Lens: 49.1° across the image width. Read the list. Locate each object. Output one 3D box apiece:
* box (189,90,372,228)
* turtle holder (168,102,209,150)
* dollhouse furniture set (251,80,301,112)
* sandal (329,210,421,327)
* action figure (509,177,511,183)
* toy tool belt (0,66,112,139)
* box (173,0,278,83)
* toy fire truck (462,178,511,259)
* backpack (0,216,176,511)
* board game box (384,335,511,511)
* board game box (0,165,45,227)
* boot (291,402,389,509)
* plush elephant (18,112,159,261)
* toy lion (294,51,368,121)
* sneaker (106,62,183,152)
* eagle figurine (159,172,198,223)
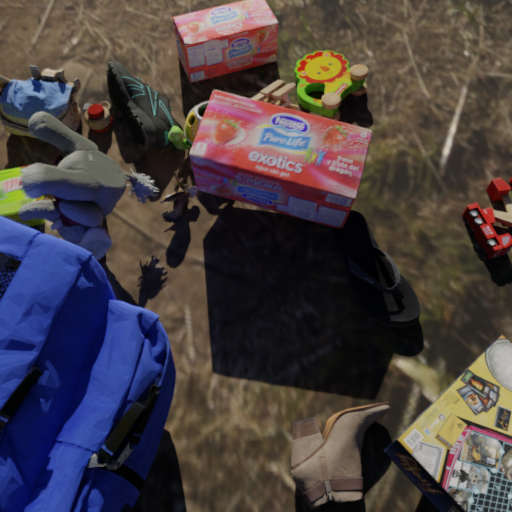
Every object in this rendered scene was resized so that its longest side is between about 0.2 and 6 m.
[{"bbox_3d":[0.446,-1.756,10.517,3.030,1.555,1.434,15,72,5],"label":"box"},{"bbox_3d":[-1.115,-2.751,11.940,1.408,1.000,1.069,3,61,1],"label":"turtle holder"},{"bbox_3d":[0.629,-3.229,12.122,0.917,1.210,1.380,-37,39,-17],"label":"dollhouse furniture set"},{"bbox_3d":[2.127,0.185,10.510,1.005,0.566,2.644,-23,63,-12],"label":"sandal"},{"bbox_3d":[6.361,-1.332,11.438,2.146,0.555,0.702,29,62,12],"label":"action figure"},{"bbox_3d":[-4.404,-3.311,11.995,2.361,1.451,1.474,2,60,1],"label":"toy tool belt"},{"bbox_3d":[-0.708,-5.102,13.198,2.247,1.153,1.064,-18,62,-9],"label":"box"},{"bbox_3d":[4.767,-0.749,11.153,1.102,0.381,1.562,-16,61,-9],"label":"toy fire truck"},{"bbox_3d":[-3.636,2.502,7.145,4.291,4.155,5.114,20,61,8],"label":"backpack"},{"bbox_3d":[3.720,2.810,8.603,3.063,0.530,2.075,-29,63,-32],"label":"board game box"},{"bbox_3d":[-5.480,-1.023,11.216,2.266,0.540,1.151,-12,61,-7],"label":"board game box"},{"bbox_3d":[1.418,3.156,8.855,1.829,0.642,1.337,-13,67,-6],"label":"boot"},{"bbox_3d":[-3.421,-1.044,10.456,2.587,2.003,2.131,17,39,-40],"label":"plush elephant"},{"bbox_3d":[1.572,-4.056,12.996,1.720,0.616,1.795,31,65,24],"label":"toy lion"},{"bbox_3d":[-2.541,-3.344,12.465,1.017,0.967,2.565,-20,66,-28],"label":"sneaker"},{"bbox_3d":[-1.610,-1.143,11.276,0.645,0.642,0.851,36,40,-26],"label":"eagle figurine"}]
